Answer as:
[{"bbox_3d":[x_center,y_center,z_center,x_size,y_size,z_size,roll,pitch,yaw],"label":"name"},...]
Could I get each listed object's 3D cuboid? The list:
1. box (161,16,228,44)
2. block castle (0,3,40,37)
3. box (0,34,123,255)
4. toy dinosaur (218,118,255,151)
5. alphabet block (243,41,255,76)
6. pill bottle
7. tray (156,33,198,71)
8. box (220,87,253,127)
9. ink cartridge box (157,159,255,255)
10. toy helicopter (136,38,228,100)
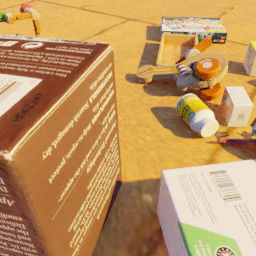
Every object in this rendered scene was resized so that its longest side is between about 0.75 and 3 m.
[{"bbox_3d":[2.764,-4.261,12.120,2.662,0.502,1.818,3,39,4],"label":"box"},{"bbox_3d":[-4.385,-3.252,9.873,2.643,1.766,1.240,-24,44,-28],"label":"block castle"},{"bbox_3d":[-1.624,0.461,4.212,2.442,2.943,2.417,9,40,15],"label":"box"},{"bbox_3d":[3.471,0.653,6.080,2.166,1.137,1.966,-31,46,14],"label":"toy dinosaur"},{"bbox_3d":[4.485,-2.311,9.373,0.889,0.906,0.885,4,40,4],"label":"alphabet block"},{"bbox_3d":[1.755,-0.311,7.088,0.659,0.659,1.168,-13,41,-15],"label":"pill bottle"},{"bbox_3d":[1.810,-2.652,10.135,1.378,0.517,2.793,6,40,7],"label":"tray"},{"bbox_3d":[2.826,-0.571,7.374,0.486,0.696,0.914,1,39,1],"label":"box"},{"bbox_3d":[2.076,1.590,4.273,2.836,1.192,2.070,-5,39,-7],"label":"ink cartridge box"},{"bbox_3d":[1.597,-1.852,8.633,2.798,1.104,1.850,1,53,24],"label":"toy helicopter"}]
